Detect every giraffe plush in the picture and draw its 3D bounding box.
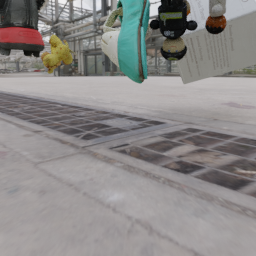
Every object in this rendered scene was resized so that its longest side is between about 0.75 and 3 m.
[{"bbox_3d":[-2.310,-2.226,8.863,0.950,1.011,1.171,-45,46,-17],"label":"giraffe plush"}]

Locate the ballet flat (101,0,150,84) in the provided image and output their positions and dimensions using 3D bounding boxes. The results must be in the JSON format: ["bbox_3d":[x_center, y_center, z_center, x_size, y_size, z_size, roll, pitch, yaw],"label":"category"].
[{"bbox_3d":[-0.052,-1.910,5.952,1.000,0.956,2.841,0,48,6],"label":"ballet flat"}]

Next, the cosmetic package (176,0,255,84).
[{"bbox_3d":[2.882,-3.382,9.806,2.736,2.276,2.290,-15,53,16],"label":"cosmetic package"}]

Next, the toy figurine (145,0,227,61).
[{"bbox_3d":[1.266,-3.030,7.269,2.311,1.633,2.348,-30,45,-19],"label":"toy figurine"}]

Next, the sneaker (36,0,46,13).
[{"bbox_3d":[-3.295,-4.010,9.377,0.668,2.009,0.909,30,30,-24],"label":"sneaker"}]

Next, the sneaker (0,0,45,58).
[{"bbox_3d":[-2.489,-2.029,5.012,2.686,1.312,0.949,16,18,35],"label":"sneaker"}]
